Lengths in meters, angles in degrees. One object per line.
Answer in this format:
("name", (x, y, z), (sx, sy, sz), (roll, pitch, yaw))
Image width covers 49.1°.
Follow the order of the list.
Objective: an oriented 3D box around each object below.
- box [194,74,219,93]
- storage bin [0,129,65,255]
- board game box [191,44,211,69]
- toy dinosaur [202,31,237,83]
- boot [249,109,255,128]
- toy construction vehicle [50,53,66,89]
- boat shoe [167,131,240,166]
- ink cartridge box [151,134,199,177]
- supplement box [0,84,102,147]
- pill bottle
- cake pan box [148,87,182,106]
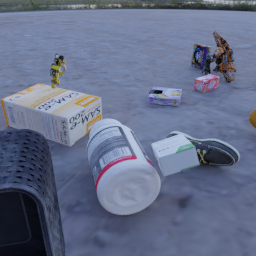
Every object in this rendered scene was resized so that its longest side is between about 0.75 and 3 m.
("box", (3.552, -2.031, 12.656), (1.104, 0.522, 0.566), (-22, 35, -35))
("storage bin", (-1.891, 1.526, 3.799), (1.835, 2.714, 1.272), (-5, 28, -10))
("board game box", (4.008, -3.932, 15.420), (0.348, 1.229, 1.016), (-15, 31, -29))
("toy dinosaur", (4.684, -3.459, 13.768), (1.410, 1.874, 2.761), (14, 71, -3))
("boot", (4.651, 0.306, 7.784), (2.833, 0.997, 2.028), (23, 31, 26))
("toy construction vehicle", (-1.733, -1.420, 7.012), (0.296, 0.841, 0.732), (9, 58, -10))
("boat shoe", (1.880, 0.652, 7.552), (2.096, 0.747, 0.631), (14, 34, 37))
("ink cartridge box", (0.933, 0.520, 5.719), (0.729, 0.439, 1.003), (-18, 14, 1))
("supplement box", (-2.512, -0.553, 9.366), (2.834, 1.042, 1.786), (15, 33, 24))
("pill bottle", (-0.255, 0.737, 6.674), (1.349, 1.349, 2.437), (-7, 30, -13))
("cake pan box", (1.520, -1.315, 11.546), (1.311, 0.343, 1.208), (7, 27, 13))
